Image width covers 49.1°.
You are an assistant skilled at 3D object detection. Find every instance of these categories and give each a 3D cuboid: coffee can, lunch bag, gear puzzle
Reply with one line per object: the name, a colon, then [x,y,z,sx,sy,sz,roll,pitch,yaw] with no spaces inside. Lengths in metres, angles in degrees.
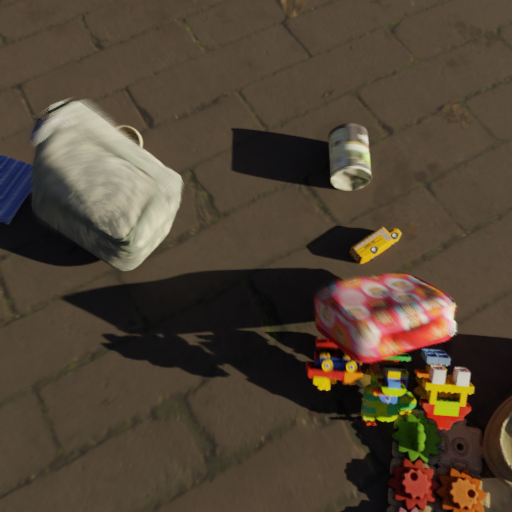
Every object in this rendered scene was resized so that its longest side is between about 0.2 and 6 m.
coffee can: [2.098,-2.216,12.615,0.894,0.894,1.222,1,64,0]
lunch bag: [-2.917,-1.428,10.962,2.812,2.358,1.959,36,51,1]
lunch bag: [2.415,1.098,10.220,2.296,0.941,2.022,-11,21,-22]
gear puzzle: [3.286,3.632,9.921,1.780,0.450,3.436,10,64,5]

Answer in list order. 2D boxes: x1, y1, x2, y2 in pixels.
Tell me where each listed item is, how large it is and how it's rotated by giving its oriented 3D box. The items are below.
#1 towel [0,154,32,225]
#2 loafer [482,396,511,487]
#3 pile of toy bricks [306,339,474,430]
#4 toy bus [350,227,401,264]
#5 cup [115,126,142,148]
towel: [-6.167,-1.670,12.749,2.191,0.261,1.586,19,63,8]
loafer: [5.464,2.682,9.968,3.497,1.179,1.329,-37,71,-17]
pile of toy bricks: [2.264,2.438,10.161,2.832,1.571,1.398,5,101,0]
toy bus: [2.555,-0.253,11.936,1.085,0.353,0.425,-33,67,-15]
cup: [-2.950,-2.628,12.956,0.768,0.549,0.768,2,105,8]
